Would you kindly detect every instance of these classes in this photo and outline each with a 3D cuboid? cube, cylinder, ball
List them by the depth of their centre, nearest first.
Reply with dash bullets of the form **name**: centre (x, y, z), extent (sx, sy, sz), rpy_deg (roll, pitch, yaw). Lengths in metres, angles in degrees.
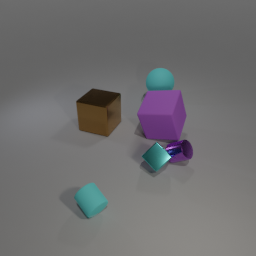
- **cylinder**: centre (-1.037, 2.032, 7.898), extent (0.700, 0.700, 0.700), rpy_deg (-25, 61, -35)
- **cube**: centre (0.958, 0.979, 9.326), extent (0.700, 0.700, 0.700), rpy_deg (-43, 78, -2)
- **cylinder**: centre (1.788, 0.815, 9.760), extent (0.700, 0.700, 0.700), rpy_deg (-20, 14, 42)
- **cube**: centre (1.374, -0.511, 11.005), extent (1.400, 1.400, 1.400), rpy_deg (2, 47, 27)
- **cube**: centre (-1.191, -0.688, 11.834), extent (1.400, 1.400, 1.400), rpy_deg (12, 34, 19)
- **ball**: centre (1.579, -2.238, 13.797), extent (1.400, 1.400, 1.400), rpy_deg (0, 32, 0)
